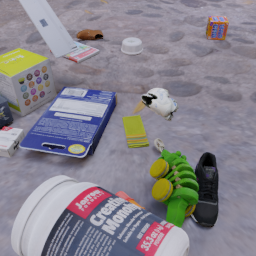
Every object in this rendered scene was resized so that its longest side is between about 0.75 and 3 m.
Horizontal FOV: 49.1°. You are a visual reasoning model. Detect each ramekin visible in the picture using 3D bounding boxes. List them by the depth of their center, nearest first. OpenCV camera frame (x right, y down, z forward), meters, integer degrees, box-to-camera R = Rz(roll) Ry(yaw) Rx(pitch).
[{"bbox_3d":[0.166,-3.380,11.508,0.927,0.432,0.927,0,40,0],"label":"ramekin"}]

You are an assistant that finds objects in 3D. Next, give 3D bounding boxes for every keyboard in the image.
[{"bbox_3d":[-2.328,-3.038,8.038,0.696,0.132,2.473,-31,75,-12],"label":"keyboard"}]

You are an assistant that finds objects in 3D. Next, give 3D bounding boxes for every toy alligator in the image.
[{"bbox_3d":[0.984,0.868,5.826,0.830,0.759,2.797,38,26,-22],"label":"toy alligator"}]

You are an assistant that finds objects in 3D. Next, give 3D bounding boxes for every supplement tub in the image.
[{"bbox_3d":[-0.405,1.818,4.225,2.300,1.614,1.614,21,44,24],"label":"supplement tub"}]

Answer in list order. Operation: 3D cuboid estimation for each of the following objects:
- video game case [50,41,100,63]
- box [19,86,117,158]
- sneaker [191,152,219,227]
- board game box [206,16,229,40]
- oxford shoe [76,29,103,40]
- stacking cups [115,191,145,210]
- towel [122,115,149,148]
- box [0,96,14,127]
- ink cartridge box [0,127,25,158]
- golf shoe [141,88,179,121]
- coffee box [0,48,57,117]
[{"bbox_3d":[-2.182,-3.151,11.456,1.697,0.148,1.213,26,46,29],"label":"video game case"},{"bbox_3d":[-1.471,-0.168,7.561,1.716,0.459,2.834,8,39,10],"label":"box"},{"bbox_3d":[1.569,1.169,5.741,0.616,0.712,1.626,6,40,7],"label":"sneaker"},{"bbox_3d":[3.985,-4.494,12.579,0.791,0.791,0.792,5,40,6],"label":"board game box"},{"bbox_3d":[-1.673,-4.114,12.427,1.223,0.436,0.436,-13,46,-18],"label":"oxford shoe"},{"bbox_3d":[0.302,1.724,5.249,0.471,0.471,1.557,-29,48,-30],"label":"stacking cups"},{"bbox_3d":[0.188,0.061,7.570,0.551,0.116,1.281,-5,39,-7],"label":"towel"},{"bbox_3d":[-5.039,-0.545,7.787,2.986,0.762,2.355,30,49,32],"label":"box"},{"bbox_3d":[-3.038,0.349,7.050,0.552,0.320,0.764,8,40,10],"label":"ink cartridge box"},{"bbox_3d":[0.360,-0.414,3.875,0.426,0.343,0.877,21,13,-21],"label":"golf shoe"},{"bbox_3d":[-3.199,-1.408,8.366,1.376,1.360,1.373,24,45,26],"label":"coffee box"}]
